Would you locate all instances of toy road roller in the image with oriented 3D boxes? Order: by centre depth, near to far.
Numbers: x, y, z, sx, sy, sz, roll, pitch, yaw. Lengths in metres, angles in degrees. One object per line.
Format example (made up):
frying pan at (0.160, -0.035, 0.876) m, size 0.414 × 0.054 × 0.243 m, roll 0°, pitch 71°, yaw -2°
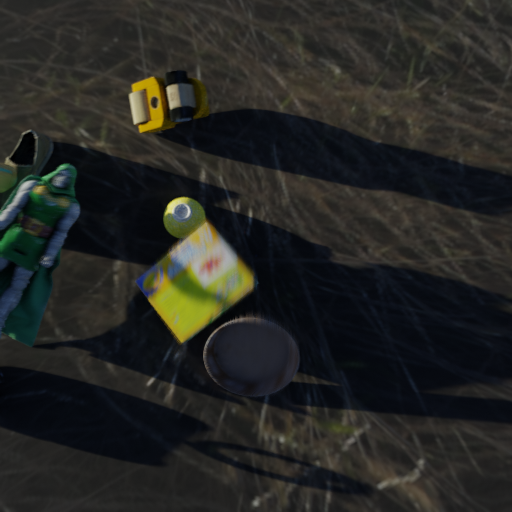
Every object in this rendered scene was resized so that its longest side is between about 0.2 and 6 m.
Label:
toy road roller at (-1.570, -2.913, 10.723) m, size 1.484 × 1.083 × 0.912 m, roll -5°, pitch 97°, yaw 34°

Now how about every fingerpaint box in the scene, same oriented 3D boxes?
fingerpaint box at (-1.019, 0.461, 9.771) m, size 1.630 × 0.598 × 1.360 m, roll -40°, pitch 84°, yaw 2°

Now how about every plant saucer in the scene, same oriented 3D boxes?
plant saucer at (-0.075, 1.662, 9.436) m, size 1.596 × 0.275 × 1.596 m, roll 1°, pitch 117°, yaw 1°

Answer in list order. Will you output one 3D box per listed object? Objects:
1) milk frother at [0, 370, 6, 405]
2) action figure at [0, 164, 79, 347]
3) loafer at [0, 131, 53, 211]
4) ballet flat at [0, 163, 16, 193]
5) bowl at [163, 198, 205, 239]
milk frother at (-4.764, 2.287, 9.284) m, size 0.958 × 1.019 × 0.919 m, roll -39°, pitch 83°, yaw -9°
action figure at (-3.985, -0.188, 9.610) m, size 1.877 × 0.869 × 3.177 m, roll 29°, pitch 87°, yaw -19°
loafer at (-4.478, -1.525, 10.424) m, size 0.728 × 0.675 × 1.937 m, roll 16°, pitch 76°, yaw 4°
ballet flat at (-5.233, -1.230, 10.042) m, size 1.969 × 0.621 × 0.676 m, roll -22°, pitch 74°, yaw 16°
bowl at (-1.352, -0.755, 10.362) m, size 0.789 × 0.425 × 0.789 m, roll 0°, pitch 75°, yaw 1°
